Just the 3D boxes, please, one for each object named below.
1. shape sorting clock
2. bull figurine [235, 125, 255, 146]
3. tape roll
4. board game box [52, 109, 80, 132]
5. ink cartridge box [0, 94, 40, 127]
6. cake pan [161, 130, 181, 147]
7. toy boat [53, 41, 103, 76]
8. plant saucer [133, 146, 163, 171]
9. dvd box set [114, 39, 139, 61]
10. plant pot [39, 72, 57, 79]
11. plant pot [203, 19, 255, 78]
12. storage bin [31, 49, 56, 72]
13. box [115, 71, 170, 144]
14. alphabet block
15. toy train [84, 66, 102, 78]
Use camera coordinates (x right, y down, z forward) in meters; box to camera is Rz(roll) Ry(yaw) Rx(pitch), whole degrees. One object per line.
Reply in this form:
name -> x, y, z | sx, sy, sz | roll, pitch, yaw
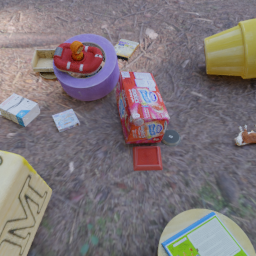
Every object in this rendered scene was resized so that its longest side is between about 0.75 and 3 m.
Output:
shape sorting clock -> 2.088, 3.430, 7.373 | 2.625, 0.515, 2.625 | 1, 50, -1
bull figurine -> 4.368, 0.269, 10.128 | 1.216, 0.396, 0.738 | 0, 76, -8
tape roll -> -1.694, -2.513, 11.611 | 2.600, 1.105, 2.600 | -2, 67, 4
board game box -> -2.395, -0.296, 10.818 | 0.834, 0.172, 0.832 | -21, 52, -17
ink cartridge box -> -4.383, -0.771, 10.996 | 1.568, 0.523, 0.908 | 23, 53, 18
cake pan -> 1.567, 0.346, 10.290 | 0.754, 0.138, 0.754 | 0, 50, 0
toy boat -> -1.892, -2.793, 10.593 | 1.867, 1.220, 1.218 | 9, 66, -3
plant saucer -> 0.670, 1.007, 9.696 | 0.995, 0.183, 0.993 | 0, 49, -1
dvd box set -> -0.171, -3.897, 13.901 | 1.020, 0.205, 1.394 | 18, 51, 15
plant pot -> -3.427, -2.597, 12.808 | 1.226, 0.168, 1.226 | 0, 49, 1
plant pot -> 4.497, -3.270, 12.133 | 2.261, 2.404, 2.404 | -6, 48, 16
storage bin -> -3.732, -3.066, 12.778 | 1.100, 0.516, 1.092 | -1, 49, 0
box -> 0.429, -0.807, 10.338 | 1.339, 1.283, 2.687 | 0, 46, -15
alphabet block -> -3.807, 2.104, 6.894 | 2.601, 2.615, 2.663 | 13, 60, 9
toy train -> -1.763, -2.908, 12.737 | 0.956, 0.725, 1.673 | -26, 54, -13
